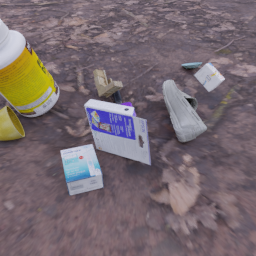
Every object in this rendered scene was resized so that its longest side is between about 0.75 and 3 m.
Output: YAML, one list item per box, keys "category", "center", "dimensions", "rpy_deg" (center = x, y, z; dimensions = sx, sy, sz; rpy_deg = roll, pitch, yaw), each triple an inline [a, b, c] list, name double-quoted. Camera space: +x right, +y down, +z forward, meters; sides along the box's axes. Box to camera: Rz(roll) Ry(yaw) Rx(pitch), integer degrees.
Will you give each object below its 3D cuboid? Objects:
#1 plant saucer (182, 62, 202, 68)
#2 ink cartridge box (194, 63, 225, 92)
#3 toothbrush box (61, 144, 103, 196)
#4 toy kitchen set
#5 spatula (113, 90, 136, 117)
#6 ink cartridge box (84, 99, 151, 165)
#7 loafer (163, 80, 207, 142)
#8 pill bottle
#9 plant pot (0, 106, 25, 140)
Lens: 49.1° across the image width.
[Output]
- category: "plant saucer"
  center: [2.599, -2.537, 11.405]
  dimensions: [0.835, 0.161, 0.835]
  rpy_deg: [-6, 17, 2]
- category: "ink cartridge box"
  center: [2.746, -1.704, 9.406]
  dimensions: [0.770, 0.557, 0.567]
  rpy_deg: [51, 34, 8]
- category: "toothbrush box"
  center: [-1.104, 0.959, 6.649]
  dimensions: [0.813, 0.474, 1.111]
  rpy_deg: [-11, 37, -13]
- category: "toy kitchen set"
  center: [-0.558, -1.635, 9.554]
  dimensions: [0.774, 0.856, 0.949]
  rpy_deg: [-1, 70, -46]
- category: "spatula"
  center: [-0.285, -0.819, 8.957]
  dimensions: [0.693, 0.252, 2.452]
  rpy_deg: [-15, 26, -2]
- category: "ink cartridge box"
  center: [-0.165, 0.113, 6.795]
  dimensions: [1.598, 1.583, 0.347]
  rpy_deg: [15, 49, 23]
- category: "loafer"
  center: [1.616, -0.625, 8.321]
  dimensions: [0.887, 0.889, 2.542]
  rpy_deg: [-19, 44, 9]
- category: "pill bottle"
  center: [-3.229, -1.657, 7.988]
  dimensions: [1.509, 2.762, 1.509]
  rpy_deg: [-10, 53, 13]
- category: "plant pot"
  center: [-3.385, -0.036, 7.664]
  dimensions: [0.679, 0.956, 0.956]
  rpy_deg: [-27, 42, -7]
